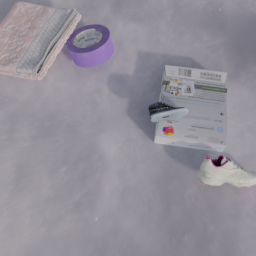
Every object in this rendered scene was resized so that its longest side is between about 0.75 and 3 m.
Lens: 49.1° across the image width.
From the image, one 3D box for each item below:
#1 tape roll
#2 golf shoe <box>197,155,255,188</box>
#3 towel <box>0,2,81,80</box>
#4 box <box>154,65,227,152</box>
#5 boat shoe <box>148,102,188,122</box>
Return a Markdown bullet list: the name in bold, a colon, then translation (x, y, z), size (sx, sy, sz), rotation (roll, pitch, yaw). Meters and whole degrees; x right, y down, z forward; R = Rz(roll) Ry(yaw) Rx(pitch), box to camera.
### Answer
- **tape roll**: translation (-1.140, -2.512, 8.546), size (1.367, 0.581, 1.367), rotation (-7, 53, 10)
- **golf shoe**: translation (2.483, 1.037, 6.756), size (1.548, 0.583, 0.709), rotation (3, 105, -7)
- **towel**: translation (-3.112, -2.774, 8.595), size (2.613, 0.441, 2.736), rotation (14, 65, 21)
- **box**: translation (1.785, -0.602, 7.804), size (1.846, 0.487, 2.367), rotation (7, 62, 4)
- **boat shoe**: translation (1.033, -0.489, 7.284), size (1.004, 0.355, 0.456), rotation (-10, 61, -2)
